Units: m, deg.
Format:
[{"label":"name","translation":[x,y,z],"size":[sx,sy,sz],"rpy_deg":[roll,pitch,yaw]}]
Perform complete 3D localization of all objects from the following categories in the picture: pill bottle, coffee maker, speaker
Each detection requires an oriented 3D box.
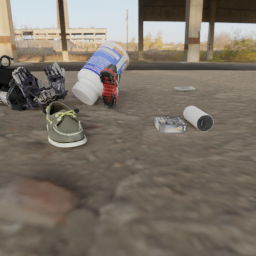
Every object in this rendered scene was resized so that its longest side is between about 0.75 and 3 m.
[{"label":"pill bottle","translation":[-1.144,-2.187,11.373],"size":[1.394,1.394,2.487],"rpy_deg":[16,64,43]},{"label":"coffee maker","translation":[-4.485,-1.784,10.657],"size":[2.126,2.042,1.432],"rpy_deg":[13,4,33]},{"label":"speaker","translation":[2.038,-0.291,8.217],"size":[0.502,0.502,1.236],"rpy_deg":[-2,16,-6]}]

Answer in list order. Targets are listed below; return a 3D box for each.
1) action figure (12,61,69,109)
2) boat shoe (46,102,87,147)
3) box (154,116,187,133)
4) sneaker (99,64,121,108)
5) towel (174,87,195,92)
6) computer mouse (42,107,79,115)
[{"label":"action figure","translation":[-2.884,-1.476,9.538],"size":[1.750,1.502,2.944],"rpy_deg":[-17,2,-17]},{"label":"boat shoe","translation":[-1.683,-0.136,7.259],"size":[0.870,0.727,2.433],"rpy_deg":[-7,18,-23]},{"label":"box","translation":[1.203,-0.110,8.059],"size":[0.772,0.235,0.974],"rpy_deg":[-1,16,-4]},{"label":"sneaker","translation":[-0.591,-1.504,9.938],"size":[0.626,1.772,0.866],"rpy_deg":[12,50,11]},{"label":"towel","translation":[3.033,-2.121,15.100],"size":[1.064,0.191,1.105],"rpy_deg":[2,17,5]},{"label":"computer mouse","translation":[-2.241,-0.417,9.156],"size":[1.221,0.281,0.857],"rpy_deg":[3,22,-3]}]
